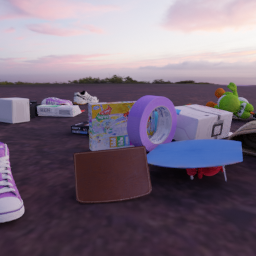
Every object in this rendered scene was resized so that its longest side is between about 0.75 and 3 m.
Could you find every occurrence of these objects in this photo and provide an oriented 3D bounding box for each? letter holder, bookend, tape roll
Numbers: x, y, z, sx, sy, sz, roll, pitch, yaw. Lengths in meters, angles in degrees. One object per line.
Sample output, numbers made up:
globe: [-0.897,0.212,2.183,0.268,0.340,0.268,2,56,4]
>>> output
letter holder: [-0.252,0.792,4.471,1.134,0.806,0.570,-6,-20,-6]
bookend: [-4.315,-0.822,12.230,1.353,0.627,1.361,-10,15,-42]
tape roll: [0.597,-0.097,6.694,1.335,1.335,0.438,-10,17,-43]

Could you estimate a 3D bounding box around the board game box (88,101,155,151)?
board game box: [-0.130,-0.084,7.129,1.724,1.159,0.295,-6,12,-24]

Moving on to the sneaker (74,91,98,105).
sneaker: [-2.510,-1.891,17.163,0.706,0.819,1.868,6,11,36]

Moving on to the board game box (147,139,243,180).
board game box: [1.292,0.644,5.459,1.746,0.430,2.210,-3,8,21]

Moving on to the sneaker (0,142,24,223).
sneaker: [-1.881,0.687,3.981,0.562,0.884,1.551,-5,14,-32]

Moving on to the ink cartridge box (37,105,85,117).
ink cartridge box: [-3.030,-0.891,13.019,1.631,0.508,2.027,2,13,6]

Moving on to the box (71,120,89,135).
box: [-0.951,-0.020,9.019,1.274,0.319,1.284,7,13,27]

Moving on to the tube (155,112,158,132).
tube: [1.270,-0.218,9.124,2.086,0.808,0.526,-5,-21,-39]

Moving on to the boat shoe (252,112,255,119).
boat shoe: [5.373,-0.511,10.973,0.623,0.497,1.648,0,11,-2]

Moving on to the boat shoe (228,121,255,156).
boat shoe: [3.269,0.377,5.724,0.845,0.934,2.620,-19,10,-25]

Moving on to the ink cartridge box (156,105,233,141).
ink cartridge box: [2.079,-0.171,8.194,2.294,0.765,1.329,-10,21,-43]

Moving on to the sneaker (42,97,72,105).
sneaker: [-3.785,-1.241,14.532,1.616,0.586,0.921,1,14,3]

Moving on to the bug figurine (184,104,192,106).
bug figurine: [3.284,-1.101,14.606,0.752,0.250,0.970,-8,14,-34]

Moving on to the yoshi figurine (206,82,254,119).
yoshi figurine: [4.168,-1.076,11.896,1.506,1.512,2.690,-17,15,-4]

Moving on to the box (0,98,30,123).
box: [-4.407,-0.692,10.826,0.909,0.913,0.782,8,11,32]
